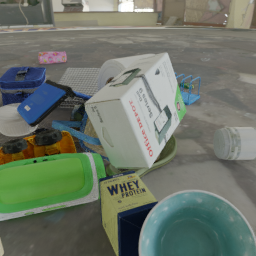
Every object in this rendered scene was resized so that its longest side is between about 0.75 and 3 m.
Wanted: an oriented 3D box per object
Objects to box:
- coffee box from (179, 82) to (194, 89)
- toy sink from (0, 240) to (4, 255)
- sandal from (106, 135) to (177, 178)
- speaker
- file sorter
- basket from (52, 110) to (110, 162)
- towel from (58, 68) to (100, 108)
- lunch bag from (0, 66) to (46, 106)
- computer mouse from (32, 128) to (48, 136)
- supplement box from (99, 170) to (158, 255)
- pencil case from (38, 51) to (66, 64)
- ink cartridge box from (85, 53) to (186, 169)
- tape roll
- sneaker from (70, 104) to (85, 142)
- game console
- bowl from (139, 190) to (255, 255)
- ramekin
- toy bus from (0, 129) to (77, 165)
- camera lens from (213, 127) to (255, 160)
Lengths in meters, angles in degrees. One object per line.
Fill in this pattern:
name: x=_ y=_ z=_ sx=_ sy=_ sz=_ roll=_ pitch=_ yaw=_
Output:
coffee box: x=3.327 y=-2.405 z=15.867 sx=0.462 sy=0.165 sz=0.752 roll=-14 pitch=29 yaw=-26
toy sink: x=-3.482 y=2.084 z=5.364 sx=1.788 sy=1.165 sz=1.002 roll=8 pitch=27 yaw=18
sandal: x=0.564 y=0.720 z=8.564 sx=1.170 sy=0.841 sz=2.946 roll=20 pitch=32 yaw=35
speaker: x=-2.050 y=1.370 z=6.742 sx=2.927 sy=1.295 sz=1.295 roll=-8 pitch=27 yaw=-16
file sorter: x=2.504 y=-2.044 z=13.977 sx=1.893 sy=1.161 sz=1.314 roll=18 pitch=32 yaw=32
basket: x=-0.937 y=0.119 z=8.758 sx=2.026 sy=1.599 sz=2.298 roll=21 pitch=16 yaw=35
towel: x=-2.073 y=-1.786 z=13.059 sx=2.425 sy=1.038 sz=2.008 roll=4 pitch=50 yaw=18
lunch bag: x=-4.720 y=-1.864 z=12.797 sx=1.880 sy=1.831 sz=2.767 roll=-5 pitch=25 yaw=-9
computer mouse: x=-2.626 y=0.168 z=9.584 sx=1.151 sy=0.377 sz=1.639 roll=1 pitch=-7 yaw=-28
supplement box: x=-0.007 y=1.797 z=5.837 sx=0.842 sy=1.255 sz=1.253 roll=-10 pitch=27 yaw=-20
pencil case: x=-5.714 y=-5.350 z=21.254 sx=2.078 sy=0.908 sz=0.908 roll=-8 pitch=27 yaw=-17
ink cartridge box: x=0.386 y=-0.518 z=7.775 sx=1.199 sy=2.082 sz=2.853 roll=-4 pitch=32 yaw=36
tape roll: x=0.280 y=-1.391 z=10.794 sx=1.869 sy=2.722 sz=2.722 roll=-17 pitch=30 yaw=-33
sneaker: x=-1.490 y=-0.346 z=10.675 sx=1.214 sy=0.907 sz=2.704 roll=-7 pitch=23 yaw=-3
game console: x=-2.292 y=-0.715 z=9.872 sx=2.402 sy=1.665 sz=2.814 roll=-45 pitch=29 yaw=-12
bowl: x=1.151 y=2.142 z=4.914 sx=1.911 sy=0.999 sz=1.911 roll=-2 pitch=65 yaw=3
ramekin: x=-4.236 y=-0.314 z=10.784 sx=1.693 sy=0.789 sz=1.693 roll=0 pitch=26 yaw=0
toy bus: x=-2.710 y=0.754 z=8.119 sx=2.051 sy=1.392 sz=1.969 roll=-15 pitch=16 yaw=-23
camera lens: x=3.480 y=0.486 z=8.833 sx=1.286 sy=1.029 sz=1.029 roll=-1 pitch=26 yaw=-3
